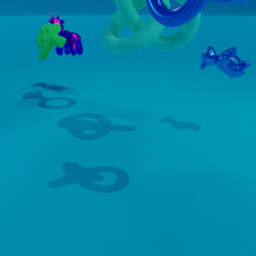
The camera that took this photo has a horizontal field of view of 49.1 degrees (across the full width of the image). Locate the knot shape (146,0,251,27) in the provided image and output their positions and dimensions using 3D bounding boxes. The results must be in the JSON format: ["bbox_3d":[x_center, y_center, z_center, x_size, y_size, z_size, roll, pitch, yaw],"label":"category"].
[{"bbox_3d":[0.846,-1.754,3.252,1.300,1.390,0.642,21,65,-2],"label":"knot shape"}]

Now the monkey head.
[{"bbox_3d":[-2.396,-2.761,8.834,0.954,1.326,0.799,24,-5,-2],"label":"monkey head"}]

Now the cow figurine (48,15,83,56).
[{"bbox_3d":[-2.237,-3.283,9.912,1.415,1.393,0.777,10,21,30],"label":"cow figurine"}]

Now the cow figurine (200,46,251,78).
[{"bbox_3d":[2.239,-1.535,6.641,1.018,0.559,1.002,39,-12,-9],"label":"cow figurine"}]

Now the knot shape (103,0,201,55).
[{"bbox_3d":[0.334,-2.518,5.794,2.044,1.913,0.945,-16,-4,3],"label":"knot shape"}]
